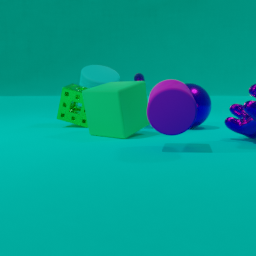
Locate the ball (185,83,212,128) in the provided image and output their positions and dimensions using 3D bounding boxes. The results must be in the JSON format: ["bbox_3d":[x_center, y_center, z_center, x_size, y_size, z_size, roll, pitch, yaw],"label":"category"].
[{"bbox_3d":[1.624,-0.598,7.542,1.205,1.205,1.205,0,7,0],"label":"ball"}]

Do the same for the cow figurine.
[{"bbox_3d":[2.809,-0.166,5.190,1.533,0.855,1.558,29,-27,2],"label":"cow figurine"}]

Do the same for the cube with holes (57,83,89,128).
[{"bbox_3d":[-1.362,-0.659,7.909,0.900,0.900,0.900,15,16,1],"label":"cube with holes"}]

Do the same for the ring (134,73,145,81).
[{"bbox_3d":[0.367,-0.802,7.943,0.301,1.505,1.505,-5,7,3],"label":"ring"}]

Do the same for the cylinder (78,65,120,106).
[{"bbox_3d":[-1.097,-1.392,10.266,1.375,1.375,1.375,10,35,-7],"label":"cylinder"}]

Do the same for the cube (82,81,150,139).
[{"bbox_3d":[-0.242,-0.442,6.241,1.023,1.023,1.023,5,21,36],"label":"cube"}]

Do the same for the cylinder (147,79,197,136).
[{"bbox_3d":[0.707,-0.356,4.598,0.764,0.764,0.764,1,19,7],"label":"cylinder"}]
